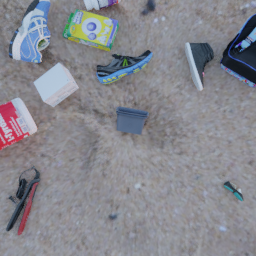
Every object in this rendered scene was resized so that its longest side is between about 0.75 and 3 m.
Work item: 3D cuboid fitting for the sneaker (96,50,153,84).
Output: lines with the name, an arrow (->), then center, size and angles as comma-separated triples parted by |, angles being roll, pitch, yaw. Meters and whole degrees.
sneaker -> -0.138, -2.439, 10.457 | 2.267, 0.804, 0.939 | -22, 87, -1

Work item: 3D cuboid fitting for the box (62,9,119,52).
box -> -1.485, -3.844, 10.892 | 2.023, 0.489, 1.187 | 16, 80, 6

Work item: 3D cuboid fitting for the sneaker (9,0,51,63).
sneaker -> -3.420, -3.641, 10.527 | 1.127, 1.107, 2.925 | 19, 69, -12

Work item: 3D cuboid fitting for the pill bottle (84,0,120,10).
pill bottle -> -1.044, -5.109, 10.989 | 1.357, 0.756, 0.756 | -20, 80, -3

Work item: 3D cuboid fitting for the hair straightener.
hair straightener -> -3.735, 2.410, 9.704 | 0.908, 0.483, 2.361 | 15, 80, 3

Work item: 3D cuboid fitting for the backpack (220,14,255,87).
backpack -> 4.725, -2.901, 10.196 | 2.013, 1.483, 2.205 | 31, 82, 6

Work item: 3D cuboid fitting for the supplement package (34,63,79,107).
supplement package -> -2.563, -1.531, 9.996 | 1.194, 0.662, 0.930 | -35, 69, 7

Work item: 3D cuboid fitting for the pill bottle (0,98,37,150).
pill bottle -> -4.475, 0.068, 9.476 | 2.410, 1.353, 1.353 | -30, 80, -19

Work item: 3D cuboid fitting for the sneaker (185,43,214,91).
sneaker -> 2.821, -2.399, 10.500 | 0.972, 0.693, 1.959 | -11, 75, 3

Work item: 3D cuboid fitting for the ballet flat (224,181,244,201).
ballet flat -> 3.779, 2.192, 9.858 | 0.854, 0.290, 0.292 | 42, 74, 7

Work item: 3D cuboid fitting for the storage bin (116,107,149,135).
storage bin -> 0.102, -0.263, 10.125 | 1.165, 0.848, 0.783 | 11, 107, 2
